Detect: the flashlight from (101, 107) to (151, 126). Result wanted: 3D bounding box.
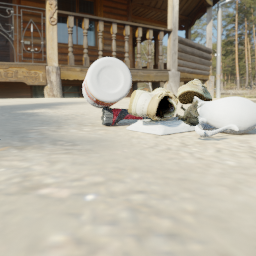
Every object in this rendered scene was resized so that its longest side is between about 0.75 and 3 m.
[{"bbox_3d":[0.046,-0.345,9.137,1.795,0.608,0.610,3,47,-18],"label":"flashlight"}]

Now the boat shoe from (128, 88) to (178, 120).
[{"bbox_3d":[0.970,-0.608,8.000,0.886,0.945,2.562,21,18,27],"label":"boat shoe"}]

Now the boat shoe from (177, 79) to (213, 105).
[{"bbox_3d":[1.915,-1.078,8.185,0.693,0.624,1.920,-22,-13,33],"label":"boat shoe"}]

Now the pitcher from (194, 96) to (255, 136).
[{"bbox_3d":[2.485,-0.223,7.198,1.579,0.958,1.355,5,45,6],"label":"pitcher"}]

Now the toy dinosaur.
[{"bbox_3d":[1.314,-0.201,5.925,0.500,0.978,0.377,24,61,30],"label":"toy dinosaur"}]

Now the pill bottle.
[{"bbox_3d":[-0.756,-1.313,8.891,1.309,1.309,2.334,-2,-1,-13],"label":"pill bottle"}]

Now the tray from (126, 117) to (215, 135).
[{"bbox_3d":[1.419,-0.127,8.398,2.735,0.303,1.469,-6,9,-39],"label":"tray"}]
